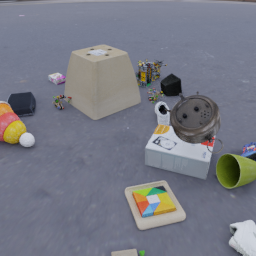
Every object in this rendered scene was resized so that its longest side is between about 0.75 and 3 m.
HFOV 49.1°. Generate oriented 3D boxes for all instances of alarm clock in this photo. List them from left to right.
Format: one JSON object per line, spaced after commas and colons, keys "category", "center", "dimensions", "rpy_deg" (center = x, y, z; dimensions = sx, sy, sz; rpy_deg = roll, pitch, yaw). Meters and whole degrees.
{"category": "alarm clock", "center": [2.082, -0.142, 8.230], "dimensions": [1.448, 0.715, 2.146], "rpy_deg": [-30, 58, 2]}

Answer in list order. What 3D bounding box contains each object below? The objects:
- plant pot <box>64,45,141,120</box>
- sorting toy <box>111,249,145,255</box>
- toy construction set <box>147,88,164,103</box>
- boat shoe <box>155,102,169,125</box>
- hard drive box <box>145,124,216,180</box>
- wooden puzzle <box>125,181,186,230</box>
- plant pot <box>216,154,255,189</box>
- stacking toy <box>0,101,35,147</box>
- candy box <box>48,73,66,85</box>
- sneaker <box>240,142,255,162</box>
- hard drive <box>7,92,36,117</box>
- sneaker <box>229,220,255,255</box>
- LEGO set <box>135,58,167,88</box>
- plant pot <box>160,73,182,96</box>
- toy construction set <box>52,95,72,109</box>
{"category": "plant pot", "center": [-1.270, -2.402, 13.293], "dimensions": [2.818, 2.495, 2.815], "rpy_deg": [-23, 39, -33]}
{"category": "sorting toy", "center": [-0.064, 3.179, 6.588], "dimensions": [1.180, 0.161, 0.665], "rpy_deg": [-4, 28, -7]}
{"category": "toy construction set", "center": [1.389, -1.650, 13.997], "dimensions": [0.638, 0.693, 0.831], "rpy_deg": [8, 20, -21]}
{"category": "boat shoe", "center": [1.520, -0.793, 12.449], "dimensions": [0.676, 0.643, 1.878], "rpy_deg": [4, 32, 7]}
{"category": "hard drive box", "center": [1.841, 0.762, 9.813], "dimensions": [2.114, 0.812, 1.648], "rpy_deg": [12, 35, 17]}
{"category": "wooden puzzle", "center": [0.750, 2.142, 8.113], "dimensions": [1.407, 0.283, 1.521], "rpy_deg": [-8, 33, -13]}
{"category": "plant pot", "center": [3.591, 1.346, 8.849], "dimensions": [1.142, 1.068, 1.068], "rpy_deg": [3, 29, -23]}
{"category": "stacking toy", "center": [-4.462, 0.106, 10.733], "dimensions": [2.141, 1.564, 1.564], "rpy_deg": [32, 40, 12]}
{"category": "candy box", "center": [-4.031, -2.826, 16.018], "dimensions": [0.667, 0.298, 0.978], "rpy_deg": [-26, 40, -34]}
{"category": "sneaker", "center": [4.271, 0.924, 9.853], "dimensions": [1.715, 0.646, 0.673], "rpy_deg": [-16, 28, -40]}
{"category": "hard drive", "center": [-5.076, -1.151, 13.233], "dimensions": [1.322, 0.415, 1.960], "rpy_deg": [-8, 33, -13]}
{"category": "sneaker", "center": [2.861, 2.901, 6.736], "dimensions": [0.763, 0.598, 1.535], "rpy_deg": [-5, 23, 4]}
{"category": "LEGO set", "center": [0.859, -3.399, 15.864], "dimensions": [1.896, 1.428, 2.465], "rpy_deg": [26, 40, 35]}
{"category": "plant pot", "center": [2.188, -2.143, 14.466], "dimensions": [0.812, 0.914, 0.916], "rpy_deg": [-24, 37, -13]}
{"category": "toy construction set", "center": [-3.194, -1.312, 13.301], "dimensions": [0.856, 0.714, 0.658], "rpy_deg": [-27, 31, -36]}
